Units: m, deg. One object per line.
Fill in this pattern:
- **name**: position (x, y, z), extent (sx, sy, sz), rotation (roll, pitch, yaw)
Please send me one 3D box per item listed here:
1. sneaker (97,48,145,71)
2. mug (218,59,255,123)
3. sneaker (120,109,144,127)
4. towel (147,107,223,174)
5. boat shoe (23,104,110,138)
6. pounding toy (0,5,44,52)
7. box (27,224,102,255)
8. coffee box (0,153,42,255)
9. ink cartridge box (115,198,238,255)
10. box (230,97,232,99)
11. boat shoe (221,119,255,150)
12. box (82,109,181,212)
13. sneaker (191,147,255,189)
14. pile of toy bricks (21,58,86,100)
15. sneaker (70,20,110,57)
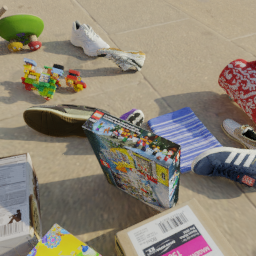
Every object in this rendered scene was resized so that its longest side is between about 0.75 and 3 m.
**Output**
- **sneaker**: position (-0.313, -2.889, 12.009), extent (2.112, 0.926, 0.799), rotation (5, 26, -12)
- **mug**: position (4.663, -1.470, 9.949), extent (2.106, 1.583, 2.373), rotation (-41, 52, 10)
- **sneaker**: position (-0.211, 0.002, 8.978), extent (1.644, 0.663, 0.686), rotation (-38, 29, -4)
- **towel**: position (1.935, 0.291, 9.384), extent (1.800, 0.296, 2.486), rotation (-17, 47, -16)
- **boat shoe**: position (-2.007, -0.307, 9.560), extent (2.954, 1.081, 0.957), rotation (10, 37, 0)
- **pounding toy**: position (-5.213, -4.317, 13.220), extent (2.258, 1.357, 2.925), rotation (-15, -1, 27)
- **box**: position (-1.282, 3.476, 5.389), extent (2.075, 1.314, 2.154), rotation (25, 50, 24)
- **coffee box**: position (-2.759, 1.944, 6.953), extent (0.938, 1.328, 2.350), rotation (-11, 45, -11)
- **ink cartridge box**: position (1.069, 2.886, 6.339), extent (2.240, 0.841, 1.846), rotation (-19, 46, -19)
- **box**: position (4.497, -1.258, 11.010), extent (0.904, 0.222, 0.372), rotation (14, 46, 14)
- **boat shoe**: position (3.859, 0.184, 9.269), extent (0.650, 0.595, 1.740), rotation (-24, 49, -23)
- **box**: position (0.213, 0.968, 6.742), extent (2.040, 2.987, 0.563), rotation (25, 63, 23)
- **sneaker**: position (3.144, 1.219, 7.946), extent (2.579, 0.967, 1.090), rotation (-3, 40, -3)
- **pile of toy bricks**: position (-3.074, -1.712, 10.929), extent (2.626, 1.457, 1.296), rotation (15, 81, 2)
- **sneaker**: position (-1.919, -4.284, 13.447), extent (2.649, 1.154, 0.987), rotation (33, 53, 28)
